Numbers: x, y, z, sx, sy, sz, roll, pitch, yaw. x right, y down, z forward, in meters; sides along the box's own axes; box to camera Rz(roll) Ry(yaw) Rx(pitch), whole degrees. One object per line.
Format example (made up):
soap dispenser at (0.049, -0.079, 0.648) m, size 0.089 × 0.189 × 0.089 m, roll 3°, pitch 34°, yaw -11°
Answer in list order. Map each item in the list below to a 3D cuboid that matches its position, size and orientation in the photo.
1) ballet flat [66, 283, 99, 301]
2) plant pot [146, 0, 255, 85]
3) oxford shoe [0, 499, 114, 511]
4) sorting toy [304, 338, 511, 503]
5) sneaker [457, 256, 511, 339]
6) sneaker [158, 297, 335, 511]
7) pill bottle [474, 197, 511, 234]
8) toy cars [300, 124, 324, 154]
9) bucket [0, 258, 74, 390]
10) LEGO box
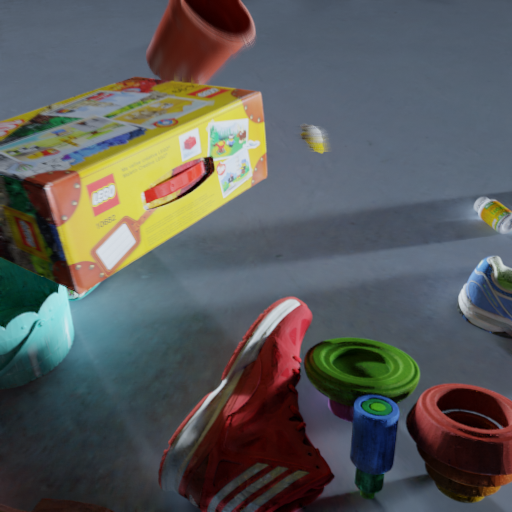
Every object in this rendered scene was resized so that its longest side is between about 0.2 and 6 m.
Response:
ballet flat at (-2.874, -0.169, 10.131) m, size 0.887 × 0.750 × 2.346 m, roll 3°, pitch 36°, yaw 21°
plant pot at (-1.337, -4.673, 12.087) m, size 1.918 × 1.865 × 1.918 m, roll 21°, pitch 50°, yaw -28°
oxford shoe at (-2.888, 3.103, 5.599) m, size 2.970 × 1.051 × 1.096 m, roll -1°, pitch 39°, yaw 0°
sorting toy at (1.787, 2.152, 6.965) m, size 1.795 × 1.226 × 2.987 m, roll -15°, pitch 25°, yaw -43°
sneaker at (4.548, 0.885, 8.475) m, size 2.820 × 1.086 × 1.068 m, roll 19°, pitch 39°, yaw 21°
sneaker at (0.359, 2.025, 7.149) m, size 1.811 × 1.228 × 3.135 m, roll 26°, pitch 56°, yaw 18°
pill bottle at (4.784, -0.841, 11.258) m, size 0.462 × 0.462 × 0.832 m, roll -13°, pitch 39°, yaw -17°
toy cars at (1.169, -2.430, 11.301) m, size 0.532 × 0.263 × 1.187 m, roll 33°, pitch 25°, yaw -13°
bucket at (-3.751, 0.853, 8.280) m, size 2.113 × 1.375 × 2.113 m, roll 0°, pitch 37°, yaw 0°
LEGO box at (-2.042, -1.281, 7.905) m, size 2.751 × 1.426 × 3.694 m, roll 17°, pitch 38°, yaw 33°
